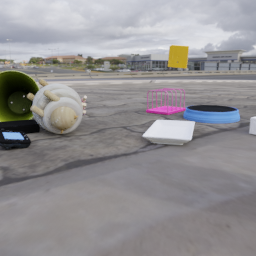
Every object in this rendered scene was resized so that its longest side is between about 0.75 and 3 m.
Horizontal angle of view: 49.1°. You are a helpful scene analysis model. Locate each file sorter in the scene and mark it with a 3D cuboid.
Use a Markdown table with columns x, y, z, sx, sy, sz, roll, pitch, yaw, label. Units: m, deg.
| x | y | z | sx | sy | sz | roll | pitch | yaw | label |
| --- | --- | --- | --- | --- | --- | --- | --- | --- | --- |
| 1.910 | -1.375 | 13.884 | 1.248 | 1.126 | 1.796 | 9 | 15 | 37 | file sorter |

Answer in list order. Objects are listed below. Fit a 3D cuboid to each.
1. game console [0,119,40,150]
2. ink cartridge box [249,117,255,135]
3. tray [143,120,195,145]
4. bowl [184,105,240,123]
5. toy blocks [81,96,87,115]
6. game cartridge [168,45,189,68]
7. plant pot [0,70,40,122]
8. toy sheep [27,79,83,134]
| x | y | z | sx | sy | sz | roll | pitch | yaw | label |
| --- | --- | --- | --- | --- | --- | --- | --- | --- | --- |
| -3.579 | 0.152 | 8.824 | 1.722 | 0.352 | 2.919 | -7 | 15 | -27 | game console |
| 4.887 | -0.083 | 9.325 | 1.374 | 0.580 | 0.995 | -9 | 15 | -35 | ink cartridge box |
| 1.412 | 0.121 | 9.106 | 1.395 | 0.288 | 2.598 | 3 | 13 | 15 | tray |
| 3.609 | -0.646 | 12.153 | 2.353 | 0.462 | 2.353 | 0 | 13 | 0 | bowl |
| -2.517 | -0.933 | 13.174 | 1.013 | 1.084 | 0.913 | 7 | -24 | -24 | toy blocks |
| 1.744 | -2.476 | 9.718 | 0.672 | 0.762 | 0.124 | 10 | 26 | 16 | game cartridge |
| -4.555 | -1.101 | 11.451 | 2.056 | 2.056 | 2.198 | -3 | 0 | -15 | plant pot |
| -2.417 | -0.719 | 9.490 | 1.810 | 1.810 | 2.625 | -5 | 30 | -20 | toy sheep |
